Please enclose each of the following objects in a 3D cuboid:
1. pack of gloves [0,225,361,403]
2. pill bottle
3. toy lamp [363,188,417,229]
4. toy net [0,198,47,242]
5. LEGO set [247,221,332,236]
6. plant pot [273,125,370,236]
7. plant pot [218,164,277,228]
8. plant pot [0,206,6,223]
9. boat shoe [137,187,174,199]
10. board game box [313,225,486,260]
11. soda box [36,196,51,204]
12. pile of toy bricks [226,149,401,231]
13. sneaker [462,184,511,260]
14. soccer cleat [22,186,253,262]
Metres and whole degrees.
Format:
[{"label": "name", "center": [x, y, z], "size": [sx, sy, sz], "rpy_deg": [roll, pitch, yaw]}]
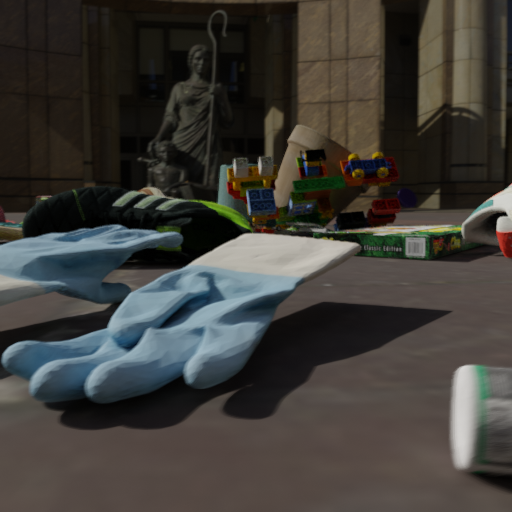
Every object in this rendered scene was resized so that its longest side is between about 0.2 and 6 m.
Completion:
[{"label": "pack of gloves", "center": [-0.891, 0.338, 3.723], "size": [2.515, 0.591, 2.993], "rpy_deg": [8, 15, 22]}, {"label": "pill bottle", "center": [0.920, 0.515, 1.699], "size": [0.579, 0.327, 0.327], "rpy_deg": [2, 6, 13]}, {"label": "toy lamp", "center": [2.827, -0.879, 12.319], "size": [0.514, 0.514, 1.766], "rpy_deg": [-3, -23, -25]}, {"label": "toy net", "center": [-4.960, -0.728, 10.695], "size": [2.390, 0.880, 4.557], "rpy_deg": [10, 9, 23]}, {"label": "LEGO set", "center": [0.662, -0.426, 12.295], "size": [2.221, 0.545, 1.659], "rpy_deg": [5, -5, 34]}, {"label": "plant pot", "center": [1.389, -1.677, 13.612], "size": [2.348, 2.038, 2.348], "rpy_deg": [34, 3, -2]}, {"label": "plant pot", "center": [-0.258, -1.470, 14.744], "size": [1.849, 1.811, 1.849], "rpy_deg": [-1, 6, 0]}, {"label": "plant pot", "center": [-5.747, -0.682, 11.292], "size": [1.034, 1.034, 0.925], "rpy_deg": [4, 22, 34]}, {"label": "boat shoe", "center": [-2.258, -0.728, 10.698], "size": [1.074, 1.133, 2.992], "rpy_deg": [-8, 8, -27]}, {"label": "board game box", "center": [2.748, -0.305, 9.966], "size": [1.935, 0.433, 3.693], "rpy_deg": [6, 8, 34]}, {"label": "soda box", "center": [-4.096, -1.095, 14.902], "size": [3.221, 1.024, 1.102], "rpy_deg": [1, 6, 7]}, {"label": "pile of toy bricks", "center": [1.245, -1.061, 12.238], "size": [3.645, 2.022, 1.800], "rpy_deg": [-5, -28, -7]}, {"label": "sneaker", "center": [4.308, -0.304, 7.738], "size": [1.552, 1.169, 3.321], "rpy_deg": [-26, 19, -15]}, {"label": "soccer cleat", "center": [-1.524, -0.367, 7.587], "size": [3.108, 1.049, 1.260], "rpy_deg": [0, 11, -18]}]
